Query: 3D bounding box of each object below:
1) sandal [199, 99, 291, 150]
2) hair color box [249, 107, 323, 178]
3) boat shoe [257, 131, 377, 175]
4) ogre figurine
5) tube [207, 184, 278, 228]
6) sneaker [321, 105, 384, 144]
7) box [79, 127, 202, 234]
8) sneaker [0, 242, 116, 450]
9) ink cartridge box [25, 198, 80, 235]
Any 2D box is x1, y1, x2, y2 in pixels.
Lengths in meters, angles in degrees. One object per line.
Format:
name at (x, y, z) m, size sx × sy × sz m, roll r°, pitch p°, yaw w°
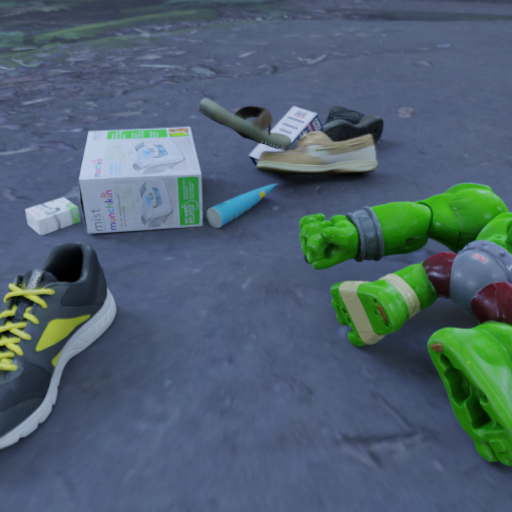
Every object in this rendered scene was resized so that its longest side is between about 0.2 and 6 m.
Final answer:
sandal at (-0.069, -2.696, 11.171) m, size 0.971 × 0.698 × 2.446 m, roll 28°, pitch 9°, yaw 38°
hair color box at (0.691, -2.605, 12.794) m, size 1.630 × 0.493 × 0.815 m, roll -49°, pitch 48°, yaw -10°
boat shoe at (1.322, -2.238, 12.161) m, size 2.787 × 0.925 × 1.032 m, roll -5°, pitch 6°, yaw -23°
ogre figurine at (2.921, 0.519, 6.887) m, size 2.830 × 2.316 × 4.720 m, roll -27°, pitch 28°, yaw -18°
tube at (-0.264, -1.031, 11.038) m, size 1.610 × 0.406 × 0.623 m, roll -31°, pitch 3°, yaw -38°
sneaker at (1.990, -3.130, 14.010) m, size 1.384 × 0.923 × 2.415 m, roll 25°, pitch 37°, yaw 37°
box at (-2.277, -1.562, 11.212) m, size 2.196 × 1.204 × 2.489 m, roll -3°, pitch 33°, yaw -9°
sneaker at (-2.903, 0.949, 6.990) m, size 1.204 × 1.368 × 3.233 m, roll 6°, pitch 33°, yaw 11°
ink cartridge box at (-3.885, -0.762, 10.701) m, size 0.810 × 0.340 × 0.589 m, roll -26°, pitch 41°, yaw -36°
